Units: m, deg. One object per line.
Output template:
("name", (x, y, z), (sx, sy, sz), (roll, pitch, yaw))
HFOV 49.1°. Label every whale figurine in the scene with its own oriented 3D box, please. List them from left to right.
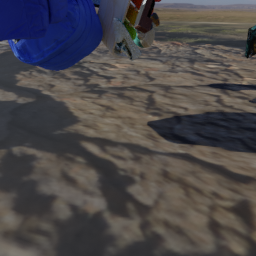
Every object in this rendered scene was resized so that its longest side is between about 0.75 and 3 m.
("whale figurine", (0.495, -3.863, 10.900), (0.774, 1.491, 1.186), (5, 47, 31))

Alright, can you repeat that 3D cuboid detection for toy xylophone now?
("toy xylophone", (-0.262, -3.263, 7.182), (0.707, 2.813, 2.059), (-20, 71, -34))

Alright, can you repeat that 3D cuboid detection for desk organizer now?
("desk organizer", (0.403, -2.446, 5.990), (0.291, 0.755, 0.271), (21, -4, -22))

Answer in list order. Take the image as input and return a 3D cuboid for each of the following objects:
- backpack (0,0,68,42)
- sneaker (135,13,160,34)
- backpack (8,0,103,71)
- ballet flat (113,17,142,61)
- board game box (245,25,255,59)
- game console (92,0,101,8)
("backpack", (-1.887, -2.449, 4.876), (1.459, 1.413, 1.739), (-10, 44, -23))
("sneaker", (0.551, -3.014, 8.077), (0.476, 0.407, 1.081), (-11, 22, 36))
("backpack", (-2.238, -2.950, 6.965), (2.367, 2.913, 2.445), (-27, -4, 21))
("ballet flat", (-0.072, -2.100, 6.821), (0.419, 1.169, 0.419), (-24, 40, 22))
("board game box", (3.427, -2.310, 7.210), (0.734, 1.085, 0.153), (-25, 63, 6))
("game console", (-0.839, -4.405, 8.870), (1.397, 1.229, 0.813), (3, 31, -27))
